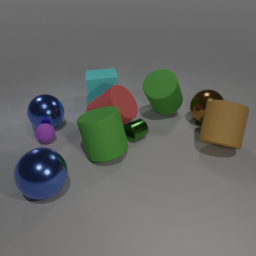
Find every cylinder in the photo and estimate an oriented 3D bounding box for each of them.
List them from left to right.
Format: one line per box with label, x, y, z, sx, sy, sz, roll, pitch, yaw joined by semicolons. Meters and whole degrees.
cylinder;-0.813;0.180;9.174;1.400;1.400;1.400;-13;21;5
cylinder;-0.592;-0.682;10.466;1.400;1.400;1.400;-30;12;35
cylinder;0.279;0.081;10.377;0.700;0.700;0.700;-24;37;-36
cylinder;1.464;-1.461;11.528;1.400;1.400;1.400;-9;63;17
cylinder;3.247;-0.113;9.516;1.400;1.400;1.400;13;-2;0

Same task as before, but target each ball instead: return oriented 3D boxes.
ball;-2.351;1.230;7.624;1.400;1.400;1.400;0;30;0
ball;-2.997;0.184;10.153;0.700;0.700;0.700;0;30;0
ball;-3.190;-0.615;10.902;1.400;1.400;1.400;0;30;0
ball;3.208;-0.859;11.315;1.400;1.400;1.400;0;30;0

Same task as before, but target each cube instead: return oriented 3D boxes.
cube;-1.165;-1.833;12.853;1.400;1.400;1.400;-7;27;-5
